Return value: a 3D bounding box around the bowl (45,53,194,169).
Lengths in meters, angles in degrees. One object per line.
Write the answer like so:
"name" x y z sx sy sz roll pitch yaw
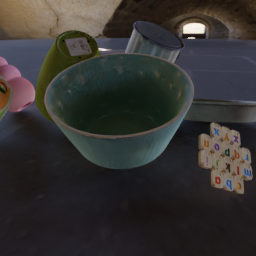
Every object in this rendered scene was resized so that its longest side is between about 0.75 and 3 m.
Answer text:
"bowl" -0.145 -0.256 6.040 2.943 1.539 2.943 -2 41 2

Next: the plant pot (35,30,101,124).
"plant pot" -1.498 -1.479 7.691 2.089 2.232 2.089 7 59 -12

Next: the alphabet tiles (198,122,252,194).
"alphabet tiles" 1.757 0.532 5.034 1.231 1.204 0.090 18 -28 -24

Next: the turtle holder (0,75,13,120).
"turtle holder" -3.979 -0.746 7.613 1.437 1.538 2.024 -47 7 -26

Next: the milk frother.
"milk frother" 0.099 -2.132 8.803 2.661 2.503 2.402 29 35 5

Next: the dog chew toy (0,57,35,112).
"dog chew toy" -4.015 -1.523 9.313 1.224 1.965 1.224 -35 5 4

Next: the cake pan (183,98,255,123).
"cake pan" 2.345 -0.545 8.007 2.870 0.526 2.870 2 8 0
